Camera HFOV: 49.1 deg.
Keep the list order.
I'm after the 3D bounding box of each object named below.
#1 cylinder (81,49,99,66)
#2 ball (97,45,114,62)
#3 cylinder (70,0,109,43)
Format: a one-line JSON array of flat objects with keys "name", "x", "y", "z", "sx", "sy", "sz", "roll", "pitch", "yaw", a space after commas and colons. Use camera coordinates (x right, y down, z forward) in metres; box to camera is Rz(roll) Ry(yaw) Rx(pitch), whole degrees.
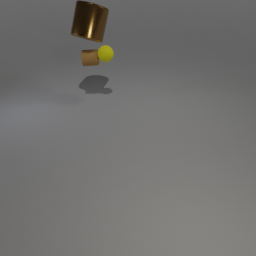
[{"name": "cylinder", "x": -1.678, "y": -3.131, "z": 12.487, "sx": 0.700, "sy": 0.700, "sz": 0.700, "roll": -3, "pitch": 32, "yaw": 2}, {"name": "ball", "x": -0.977, "y": -3.231, "z": 12.197, "sx": 0.700, "sy": 0.700, "sz": 0.700, "roll": 0, "pitch": 33, "yaw": 0}, {"name": "cylinder", "x": -1.634, "y": -4.502, "z": 11.943, "sx": 1.400, "sy": 1.400, "sz": 1.400, "roll": 13, "pitch": 14, "yaw": -3}]
